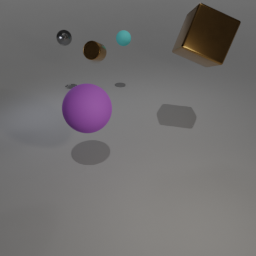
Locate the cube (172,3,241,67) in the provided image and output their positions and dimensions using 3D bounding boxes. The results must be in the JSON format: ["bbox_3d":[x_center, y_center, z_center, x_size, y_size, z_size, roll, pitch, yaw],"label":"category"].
[{"bbox_3d":[2.444,-2.897,9.009,1.400,1.400,1.400,21,7,-7],"label":"cube"}]

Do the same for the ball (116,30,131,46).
[{"bbox_3d":[-0.208,-4.184,13.063,0.700,0.700,0.700,0,30,0],"label":"ball"}]

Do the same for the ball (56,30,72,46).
[{"bbox_3d":[-2.921,-4.129,12.819,0.700,0.700,0.700,0,30,0],"label":"ball"}]

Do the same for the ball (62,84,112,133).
[{"bbox_3d":[-1.152,-0.550,7.925,1.400,1.400,1.400,0,30,0],"label":"ball"}]

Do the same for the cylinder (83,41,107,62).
[{"bbox_3d":[-1.252,-2.901,10.615,0.700,0.700,0.700,8,10,14],"label":"cylinder"}]
